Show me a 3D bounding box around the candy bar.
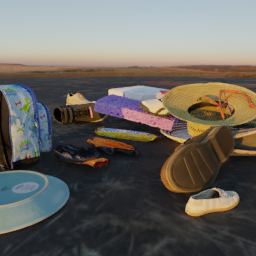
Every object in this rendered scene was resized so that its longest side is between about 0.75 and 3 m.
[{"bbox_3d":[-0.073,0.221,9.545,2.351,0.261,0.586,7,15,26],"label":"candy bar"}]

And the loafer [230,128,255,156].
[{"bbox_3d":[3.796,0.341,7.326,2.782,1.000,0.875,-7,2,7],"label":"loafer"}]

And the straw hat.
[{"bbox_3d":[2.506,-0.281,8.529,2.963,1.254,2.963,-2,32,1],"label":"straw hat"}]

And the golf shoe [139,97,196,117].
[{"bbox_3d":[1.423,-0.906,9.578,2.140,1.011,0.832,3,27,-19],"label":"golf shoe"}]

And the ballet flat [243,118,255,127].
[{"bbox_3d":[4.595,-0.578,11.569,2.644,0.863,0.932,6,15,25],"label":"ballet flat"}]

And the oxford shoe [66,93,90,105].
[{"bbox_3d":[-2.678,-1.491,15.462,2.238,0.826,0.792,11,17,38],"label":"oxford shoe"}]

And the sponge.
[{"bbox_3d":[0.410,-0.634,10.484,2.945,0.439,1.643,16,20,14],"label":"sponge"}]

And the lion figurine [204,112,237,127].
[{"bbox_3d":[3.250,-0.818,10.819,2.318,0.840,1.420,27,9,-30],"label":"lion figurine"}]

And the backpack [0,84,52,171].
[{"bbox_3d":[-2.938,-0.135,7.245,1.823,1.992,1.464,11,17,39],"label":"backpack"}]

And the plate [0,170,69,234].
[{"bbox_3d":[-2.300,1.218,5.267,2.351,0.300,2.351,-1,12,0],"label":"plate"}]

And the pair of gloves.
[{"bbox_3d":[-0.839,0.652,7.666,1.876,0.260,2.105,11,15,38],"label":"pair of gloves"}]

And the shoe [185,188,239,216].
[{"bbox_3d":[1.541,1.273,4.991,1.165,0.311,0.407,-7,15,-27],"label":"shoe"}]

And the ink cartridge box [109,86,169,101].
[{"bbox_3d":[0.723,-1.239,13.412,2.191,1.271,2.968,-10,16,-30],"label":"ink cartridge box"}]

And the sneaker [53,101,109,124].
[{"bbox_3d":[-2.060,-0.578,11.744,2.497,0.883,1.238,1,14,27],"label":"sneaker"}]

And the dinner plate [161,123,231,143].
[{"bbox_3d":[2.437,0.218,9.419,2.682,0.325,2.682,1,14,0],"label":"dinner plate"}]

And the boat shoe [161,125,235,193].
[{"bbox_3d":[1.480,0.744,6.301,2.663,0.958,0.906,-21,-1,-45],"label":"boat shoe"}]
